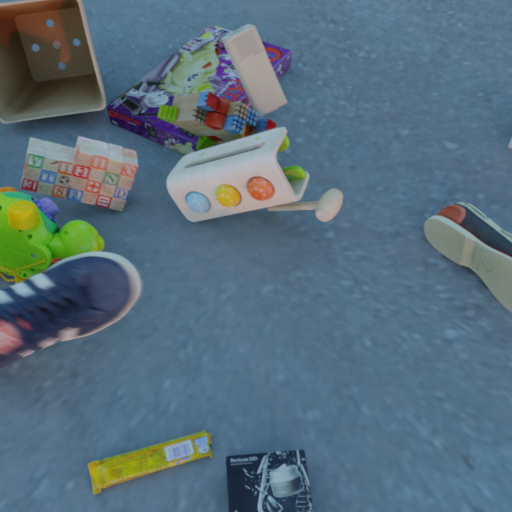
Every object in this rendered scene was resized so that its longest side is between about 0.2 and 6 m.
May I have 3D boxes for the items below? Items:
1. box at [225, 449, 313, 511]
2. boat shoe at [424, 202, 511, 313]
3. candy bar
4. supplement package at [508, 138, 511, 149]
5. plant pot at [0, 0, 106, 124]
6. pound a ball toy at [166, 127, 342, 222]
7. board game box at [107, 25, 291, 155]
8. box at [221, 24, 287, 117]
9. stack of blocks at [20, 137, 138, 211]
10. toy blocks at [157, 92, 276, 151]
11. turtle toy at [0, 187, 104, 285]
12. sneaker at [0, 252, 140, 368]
[{"bbox_3d":[0.152,2.898,6.635,0.977,0.605,0.960,-4,50,-3],"label":"box"},{"bbox_3d":[3.874,0.062,8.747,0.834,0.949,2.666,-27,51,-23],"label":"boat shoe"},{"bbox_3d":[-1.320,2.600,7.136,1.602,0.178,0.400,-13,56,-11],"label":"candy bar"},{"bbox_3d":[5.627,-2.696,10.422,1.006,1.680,1.019,33,58,24],"label":"supplement package"},{"bbox_3d":[-4.221,-4.113,11.309,2.116,2.119,1.876,-9,31,-2],"label":"plant pot"},{"bbox_3d":[-0.047,-0.999,9.147,2.473,1.613,1.051,-7,40,32],"label":"pound a ball toy"},{"bbox_3d":[-1.103,-3.639,11.960,2.237,0.602,3.728,27,56,15],"label":"board game box"},{"bbox_3d":[-0.026,-3.363,10.193,0.616,1.500,0.513,-27,29,-1],"label":"box"},{"bbox_3d":[-2.962,-1.449,9.411,1.707,0.983,0.500,11,38,-24],"label":"stack of blocks"},{"bbox_3d":[-0.562,-2.380,9.983,1.320,1.931,0.965,8,83,46],"label":"toy blocks"},{"bbox_3d":[-3.496,-0.303,8.760,2.193,1.598,1.109,17,32,12],"label":"turtle toy"},{"bbox_3d":[-2.970,0.861,7.259,3.001,1.125,1.268,-21,12,10],"label":"sneaker"}]
